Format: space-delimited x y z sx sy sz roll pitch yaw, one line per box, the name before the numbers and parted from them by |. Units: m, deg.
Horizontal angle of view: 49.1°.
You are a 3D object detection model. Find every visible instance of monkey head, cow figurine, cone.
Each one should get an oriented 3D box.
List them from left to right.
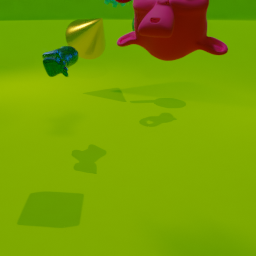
cow figurine | -1.393 -1.445 5.969 1.017 0.568 1.034 11 38 44
cone | -1.263 -3.610 10.272 1.652 1.652 1.658 -14 -3 -29
monkey head | 0.356 -0.892 2.609 1.137 0.685 0.818 10 51 18

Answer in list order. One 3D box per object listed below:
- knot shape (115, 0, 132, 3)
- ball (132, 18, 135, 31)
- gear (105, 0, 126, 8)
knot shape | -0.213 -4.250 8.107 1.309 1.225 0.605 -36 11 -32
ball | 0.662 -3.475 9.516 1.066 1.066 1.066 0 23 0
gear | -0.412 -4.821 9.647 1.229 1.229 0.227 -3 1 -8
